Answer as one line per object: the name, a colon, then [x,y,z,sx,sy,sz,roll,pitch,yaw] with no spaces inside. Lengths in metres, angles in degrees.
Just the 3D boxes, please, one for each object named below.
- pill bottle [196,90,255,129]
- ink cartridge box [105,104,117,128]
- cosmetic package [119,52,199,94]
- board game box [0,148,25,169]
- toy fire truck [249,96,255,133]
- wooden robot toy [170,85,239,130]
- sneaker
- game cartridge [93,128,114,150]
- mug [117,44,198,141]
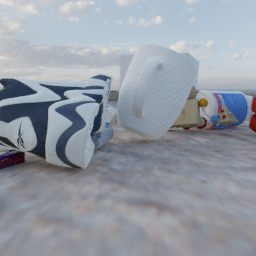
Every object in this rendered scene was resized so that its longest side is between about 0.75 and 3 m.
pill bottle: [3.099,-0.600,8.929,2.141,1.201,1.201,-3,7,-28]
ink cartridge box: [-0.763,-0.413,8.081,0.845,0.611,0.356,37,22,15]
cosmetic package: [1.268,-1.421,10.527,2.402,2.417,2.888,4,8,20]
board game box: [-2.291,0.495,3.764,0.928,0.250,1.546,7,9,23]
toy fire truck: [4.348,-0.351,6.425,2.716,1.523,2.281,-2,25,-14]
wooden robot toy: [1.518,-0.638,7.813,2.872,1.303,1.265,-4,-7,25]
sneaker: [-1.364,-0.400,4.845,1.934,1.187,2.973,12,27,-1]
game cartridge: [-1.235,0.179,5.921,1.724,0.358,1.148,2,5,14]
mug: [0.488,-0.744,6.002,1.487,1.766,2.014,22,-5,14]
